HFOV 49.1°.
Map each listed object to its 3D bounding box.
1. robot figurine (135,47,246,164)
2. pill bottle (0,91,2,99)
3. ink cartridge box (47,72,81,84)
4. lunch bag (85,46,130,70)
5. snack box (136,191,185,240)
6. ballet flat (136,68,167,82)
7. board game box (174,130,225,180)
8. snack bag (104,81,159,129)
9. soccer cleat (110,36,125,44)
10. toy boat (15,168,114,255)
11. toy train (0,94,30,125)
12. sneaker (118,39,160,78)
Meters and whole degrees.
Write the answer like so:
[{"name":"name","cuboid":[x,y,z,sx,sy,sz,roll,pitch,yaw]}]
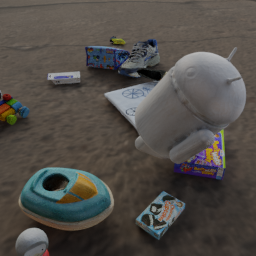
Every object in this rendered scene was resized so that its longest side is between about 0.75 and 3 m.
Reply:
[{"name":"robot figurine","cuboid":[1.286,-0.444,6.140,1.669,2.956,2.507,20,48,-23]},{"name":"pill bottle","cuboid":[-4.838,-1.033,9.287,0.577,0.577,1.086,27,43,33]},{"name":"ink cartridge box","cuboid":[-2.487,-1.948,10.903,1.252,0.246,0.623,-4,35,-9]},{"name":"lunch bag","cuboid":[-0.818,-3.259,12.407,1.406,0.878,1.867,11,27,19]},{"name":"snack box","cuboid":[0.668,1.726,5.635,0.555,0.177,0.955,25,42,32]},{"name":"ballet flat","cuboid":[0.902,-1.916,10.155,1.320,0.439,0.375,15,21,29]},{"name":"board game box","cuboid":[1.854,0.519,7.202,1.146,0.382,1.704,8,35,11]},{"name":"snack bag","cuboid":[0.975,-0.785,9.164,2.686,0.305,2.848,-17,37,-22]},{"name":"soccer cleat","cuboid":[-0.552,-4.508,14.646,0.945,0.305,0.395,27,73,27]},{"name":"toy boat","cuboid":[-1.279,1.526,5.158,1.893,1.046,2.252,7,35,9]},{"name":"toy train","cuboid":[-3.744,-0.347,8.335,0.882,0.645,1.524,25,40,11]},{"name":"sneaker","cuboid":[0.435,-2.990,11.601,1.050,1.161,2.725,18,39,24]}]
